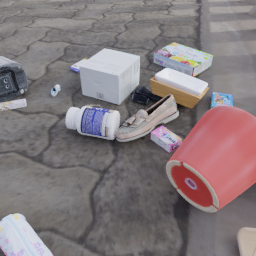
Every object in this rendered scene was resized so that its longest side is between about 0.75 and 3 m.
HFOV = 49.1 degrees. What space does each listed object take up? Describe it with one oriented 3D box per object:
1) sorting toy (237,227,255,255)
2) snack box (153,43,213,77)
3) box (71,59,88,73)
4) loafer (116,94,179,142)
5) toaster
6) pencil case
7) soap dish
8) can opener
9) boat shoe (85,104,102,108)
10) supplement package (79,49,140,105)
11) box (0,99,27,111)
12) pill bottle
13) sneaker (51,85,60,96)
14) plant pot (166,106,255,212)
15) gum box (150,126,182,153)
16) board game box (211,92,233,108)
[{"bbox_3d":[3.750,3.530,6.188,2.277,0.449,2.460,4,44,5],"label":"sorting toy"},{"bbox_3d":[2.873,-3.631,14.750,2.536,0.672,1.804,31,48,32],"label":"snack box"},{"bbox_3d":[-2.376,-3.199,14.572,0.737,0.257,1.238,25,48,27],"label":"box"},{"bbox_3d":[0.686,-0.430,10.474,2.910,0.915,1.046,-26,25,-30],"label":"loafer"},{"bbox_3d":[-5.924,-2.034,12.109,2.797,1.590,1.807,-32,45,-31],"label":"toaster"},{"bbox_3d":[-2.324,2.912,6.490,0.854,0.932,2.054,-37,50,-27],"label":"pencil case"},{"bbox_3d":[2.161,-1.686,11.803,2.173,0.883,1.710,24,31,17],"label":"soap dish"},{"bbox_3d":[1.182,-1.305,12.076,2.013,0.791,0.638,14,2,12],"label":"can opener"},{"bbox_3d":[-1.474,-0.903,11.710,0.765,0.285,0.281,-1,39,-3],"label":"boat shoe"},{"bbox_3d":[-0.752,-2.336,12.503,1.930,1.484,2.018,18,43,21],"label":"supplement package"},{"bbox_3d":[-4.976,-0.954,11.784,1.327,0.257,0.275,-12,41,-14],"label":"box"},{"bbox_3d":[-1.286,-0.232,10.234,1.798,1.076,1.076,10,40,11],"label":"pill bottle"},{"bbox_3d":[-3.290,-1.765,12.750,0.310,0.313,0.864,2,38,4],"label":"sneaker"},{"bbox_3d":[2.455,0.952,7.902,2.228,2.518,2.518,-37,51,-24],"label":"plant pot"},{"bbox_3d":[1.378,0.407,10.036,0.594,0.346,1.047,-27,46,-30],"label":"gum box"},{"bbox_3d":[3.997,-1.089,11.949,0.872,0.258,1.146,10,40,12],"label":"board game box"}]
